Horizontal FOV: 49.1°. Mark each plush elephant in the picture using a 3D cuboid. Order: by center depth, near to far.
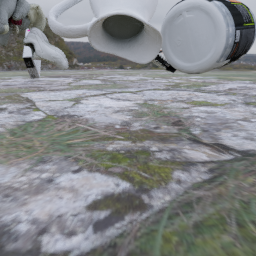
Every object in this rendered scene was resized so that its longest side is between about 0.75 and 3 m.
[{"bbox_3d":[-3.296,-3.088,7.497,1.876,2.278,1.764,18,-24,9],"label":"plush elephant"}]

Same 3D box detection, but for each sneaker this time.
[{"bbox_3d":[-2.437,-2.144,8.197,0.578,1.484,0.738,-15,38,58],"label":"sneaker"},{"bbox_3d":[1.232,-2.698,10.635,1.980,0.730,0.792,12,41,-40],"label":"sneaker"}]

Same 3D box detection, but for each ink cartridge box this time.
[{"bbox_3d":[-3.668,-3.065,10.878,0.419,1.070,2.260,-5,54,-3],"label":"ink cartridge box"}]

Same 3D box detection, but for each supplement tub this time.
[{"bbox_3d":[2.177,-2.370,7.085,1.689,1.689,2.757,11,24,37],"label":"supplement tub"}]

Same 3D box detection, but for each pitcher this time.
[{"bbox_3d":[-0.360,-2.372,5.186,1.948,1.376,2.271,7,57,-10],"label":"pitcher"}]
